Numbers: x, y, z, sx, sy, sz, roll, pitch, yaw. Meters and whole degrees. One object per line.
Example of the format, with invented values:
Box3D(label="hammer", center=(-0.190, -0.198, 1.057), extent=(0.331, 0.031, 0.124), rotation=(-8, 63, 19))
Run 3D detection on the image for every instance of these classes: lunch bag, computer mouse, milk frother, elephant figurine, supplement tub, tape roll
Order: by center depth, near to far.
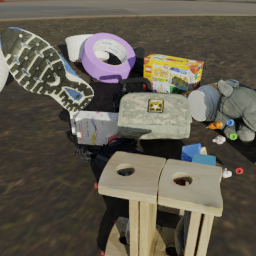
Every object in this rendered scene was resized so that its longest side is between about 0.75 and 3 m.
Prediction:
Box3D(label="computer mouse", center=(0.009, 0.928, 6.558), extent=(1.805, 0.687, 2.607), rotation=(-8, 17, -30))
Box3D(label="lunch bag", center=(0.753, -0.331, 7.816), extent=(1.839, 1.319, 2.243), rotation=(3, 14, 6))
Box3D(label="elephant figurine", center=(3.759, -0.737, 8.449), extent=(2.352, 1.825, 1.664), rotation=(-32, 59, -28))
Box3D(label="milk frother", center=(0.282, -0.854, 8.976), extent=(1.470, 1.411, 1.563), rotation=(-5, 25, -7))
Box3D(label="supplement tub", center=(2.957, -0.904, 9.321), extent=(1.662, 1.202, 1.202), rotation=(-15, 33, -25))
Box3D(label="tape roll", center=(-0.867, -3.138, 12.505), extent=(2.307, 0.757, 2.307), rotation=(10, 58, -15))

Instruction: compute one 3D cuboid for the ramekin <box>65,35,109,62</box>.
Box3D(label="ramekin", center=(-1.985, -3.960, 14.125), extent=(2.224, 1.084, 2.224), rotation=(-4, 9, 1))

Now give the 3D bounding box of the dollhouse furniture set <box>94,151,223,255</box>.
Box3D(label="dollhouse furniture set", center=(0.706, 1.057, 5.322), extent=(1.800, 1.810, 2.569), rotation=(8, 32, 13))

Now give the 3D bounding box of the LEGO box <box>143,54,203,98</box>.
Box3D(label="LEGO box", center=(1.660, -1.834, 10.591), extent=(2.053, 1.529, 0.792), rotation=(18, 35, 28))

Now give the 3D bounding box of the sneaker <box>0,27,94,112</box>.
Box3D(label="sneaker", center=(-1.571, -1.088, 5.282), extent=(0.857, 2.182, 0.973), rotation=(-45, 58, -1))

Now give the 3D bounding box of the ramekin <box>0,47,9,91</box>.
Box3D(label="ramekin", center=(-3.869, -1.568, 6.711), extent=(2.173, 2.173, 1.140), rotation=(19, 8, 30))

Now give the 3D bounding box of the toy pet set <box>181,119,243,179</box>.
Box3D(label="toy pet set", center=(1.954, 0.568, 6.733), extent=(1.251, 1.340, 0.711), rotation=(-13, -3, 33))

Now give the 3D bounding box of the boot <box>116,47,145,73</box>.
Box3D(label="boot", center=(1.003, -3.250, 13.686), extent=(2.519, 0.827, 2.077), rotation=(18, 45, 36))

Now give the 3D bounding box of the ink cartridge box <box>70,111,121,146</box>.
Box3D(label="ink cartridge box", center=(-0.987, 0.012, 8.069), extent=(1.501, 0.874, 0.507), rotation=(4, 30, 8))
